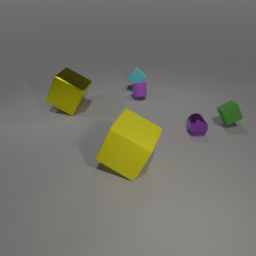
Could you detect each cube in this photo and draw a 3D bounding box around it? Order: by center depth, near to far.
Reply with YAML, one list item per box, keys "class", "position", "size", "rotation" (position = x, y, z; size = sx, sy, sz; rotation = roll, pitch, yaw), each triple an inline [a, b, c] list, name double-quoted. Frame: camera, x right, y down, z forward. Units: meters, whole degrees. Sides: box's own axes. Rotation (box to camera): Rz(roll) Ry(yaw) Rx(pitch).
- class: "cube"
  position: [0.047, 0.506, 8.881]
  size: [1.400, 1.400, 1.400]
  rotation: [30, 35, 3]
- class: "cube"
  position: [4.245, -0.642, 11.679]
  size: [0.700, 0.700, 0.700]
  rotation: [-27, 14, 9]
- class: "cube"
  position: [-2.697, -1.694, 12.869]
  size: [1.400, 1.400, 1.400]
  rotation: [29, 30, -5]
- class: "cube"
  position: [0.493, -2.752, 15.180]
  size: [0.700, 0.700, 0.700]
  rotation: [43, 19, -9]

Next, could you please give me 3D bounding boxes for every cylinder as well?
- class: "cylinder"
  position: [2.773, -0.134, 11.234]
  size: [0.700, 0.700, 0.700]
  rotation: [-1, 29, -2]
- class: "cylinder"
  position: [0.604, -1.968, 14.294]
  size: [0.700, 0.700, 0.700]
  rotation: [-5, 12, 1]
